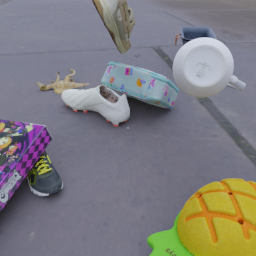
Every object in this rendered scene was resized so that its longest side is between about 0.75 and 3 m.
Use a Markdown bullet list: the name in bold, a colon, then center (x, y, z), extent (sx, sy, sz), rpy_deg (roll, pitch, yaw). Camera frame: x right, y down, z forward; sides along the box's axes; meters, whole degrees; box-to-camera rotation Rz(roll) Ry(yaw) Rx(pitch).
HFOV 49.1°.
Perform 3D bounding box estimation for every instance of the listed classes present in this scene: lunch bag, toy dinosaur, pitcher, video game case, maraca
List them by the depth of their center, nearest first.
- **maraca**: center (1.518, 1.733, 4.590), extent (2.620, 1.402, 1.797), rpy_deg (-23, 22, -25)
- **pitcher**: center (1.742, -1.134, 5.775), extent (1.610, 1.137, 1.876), rpy_deg (20, 11, 9)
- **video game case**: center (-3.482, 0.946, 5.836), extent (2.691, 0.532, 2.969), rpy_deg (8, 46, 21)
- **lunch bag**: center (0.412, -1.410, 9.340), extent (2.377, 0.916, 1.906), rpy_deg (22, 5, 26)
- **toy dinosaur**: center (-2.362, -1.709, 10.878), extent (2.222, 0.647, 1.124), rpy_deg (0, 47, 13)

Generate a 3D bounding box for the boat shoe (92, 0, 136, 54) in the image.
- **boat shoe**: center (-0.173, -2.749, 7.332), extent (0.831, 2.558, 0.923), rpy_deg (-29, 77, 6)

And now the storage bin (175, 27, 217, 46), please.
- **storage bin**: center (2.959, -3.578, 12.750), extent (1.655, 1.527, 2.274), rpy_deg (3, 32, 5)

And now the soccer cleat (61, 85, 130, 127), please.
- **soccer cleat**: center (-1.080, -0.968, 9.081), extent (2.783, 1.079, 0.964), rpy_deg (21, 38, 30)

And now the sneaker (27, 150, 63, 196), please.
- **sneaker**: center (-2.120, 0.861, 6.503), extent (0.679, 0.772, 1.825), rpy_deg (-24, 40, -31)
